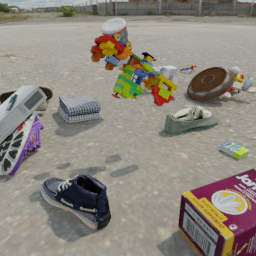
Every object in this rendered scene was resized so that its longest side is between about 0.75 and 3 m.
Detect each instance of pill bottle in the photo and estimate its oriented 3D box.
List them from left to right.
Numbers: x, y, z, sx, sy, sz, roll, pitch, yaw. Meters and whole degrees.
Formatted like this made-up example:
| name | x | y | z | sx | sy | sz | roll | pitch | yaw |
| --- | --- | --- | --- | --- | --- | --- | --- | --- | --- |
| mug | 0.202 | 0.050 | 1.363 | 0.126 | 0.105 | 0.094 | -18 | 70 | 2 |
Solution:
| name | x | y | z | sx | sy | sz | roll | pitch | yaw |
| --- | --- | --- | --- | --- | --- | --- | --- | --- | --- |
| pill bottle | -0.402 | -3.549 | 11.810 | 1.040 | 1.826 | 1.040 | -9 | 49 | 10 |

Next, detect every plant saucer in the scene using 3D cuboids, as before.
| name | x | y | z | sx | sy | sz | roll | pitch | yaw |
| --- | --- | --- | --- | --- | --- | --- | --- | --- | --- |
| plant saucer | 4.262 | -2.434 | 14.780 | 2.565 | 0.411 | 2.565 | -23 | 36 | 18 |

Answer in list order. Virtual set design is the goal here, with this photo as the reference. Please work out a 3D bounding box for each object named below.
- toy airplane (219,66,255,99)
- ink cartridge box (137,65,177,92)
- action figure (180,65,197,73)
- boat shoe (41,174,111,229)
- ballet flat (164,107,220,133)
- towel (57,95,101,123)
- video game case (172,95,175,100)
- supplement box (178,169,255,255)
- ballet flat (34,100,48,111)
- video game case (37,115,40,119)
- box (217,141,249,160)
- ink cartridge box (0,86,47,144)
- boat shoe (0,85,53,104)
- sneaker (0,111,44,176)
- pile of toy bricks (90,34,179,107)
| name | x | y | z | sx | sy | sz | roll | pitch | yaw |
| --- | --- | --- | --- | --- | --- | --- | --- | --- | --- |
| toy airplane | 5.501 | -2.511 | 15.053 | 2.219 | 1.566 | 2.209 | 3 | 33 | -3 |
| ink cartridge box | 1.641 | -2.779 | 15.946 | 2.180 | 1.265 | 0.740 | -9 | 28 | -16 |
| action figure | 4.234 | -3.991 | 19.440 | 1.145 | 0.567 | 0.374 | -19 | 28 | 12 |
| boat shoe | -1.442 | 1.599 | 7.419 | 2.426 | 1.125 | 0.906 | 18 | 32 | 30 |
| ballet flat | 2.790 | -0.448 | 11.753 | 2.769 | 0.882 | 0.933 | -12 | 29 | -23 |
| towel | -2.277 | -0.972 | 12.871 | 1.564 | 0.808 | 1.889 | -13 | 29 | -25 |
| video game case | 1.986 | -1.632 | 14.987 | 0.947 | 0.090 | 0.677 | 0 | 27 | -3 |
| supplement box | 2.531 | 2.048 | 6.473 | 2.281 | 1.177 | 1.493 | -13 | 29 | -24 |
| ballet flat | -4.721 | -1.127 | 12.790 | 2.016 | 0.678 | 0.686 | -4 | 27 | -11 |
| video game case | -5.361 | -0.519 | 12.596 | 2.116 | 0.267 | 2.322 | -17 | 32 | -30 |
| box | 3.778 | 0.769 | 10.080 | 0.573 | 0.224 | 0.939 | -18 | 32 | -33 |
| ink cartridge box | -4.640 | -0.426 | 10.192 | 2.485 | 0.623 | 2.863 | 11 | 53 | 44 |
| boat shoe | -5.174 | -1.744 | 14.405 | 2.599 | 0.931 | 0.990 | -5 | 15 | -10 |
| sneaker | -3.520 | 0.546 | 9.664 | 1.133 | 1.173 | 2.811 | -17 | 37 | 22 |
| pile of toy bricks | 0.012 | -1.542 | 8.690 | 2.974 | 1.468 | 1.650 | 26 | -8 | -35 |
